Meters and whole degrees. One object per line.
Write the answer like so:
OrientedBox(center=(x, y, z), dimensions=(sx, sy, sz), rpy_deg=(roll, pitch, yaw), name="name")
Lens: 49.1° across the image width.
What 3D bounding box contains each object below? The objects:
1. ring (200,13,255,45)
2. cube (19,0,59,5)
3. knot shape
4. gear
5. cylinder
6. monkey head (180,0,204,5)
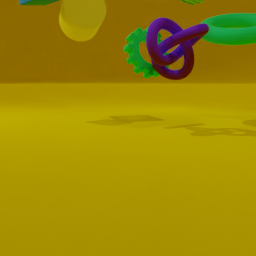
OrientedBox(center=(3.000, -2.777, 7.779), dimensions=(2.076, 0.415, 2.076), rpy_deg=(-5, 33, 3), name="ring")
OrientedBox(center=(-2.573, -3.996, 7.929), dimensions=(0.843, 0.843, 0.843), rpy_deg=(9, 23, 42), name="cube")
OrientedBox(center=(1.021, -1.917, 6.548), dimensions=(1.517, 1.621, 0.749), rpy_deg=(13, 37, -37), name="knot shape")
OrientedBox(center=(0.527, -1.989, 7.406), dimensions=(1.316, 1.316, 0.243), rpy_deg=(-6, -7, -31), name="gear")
OrientedBox(center=(-1.459, -3.563, 8.823), dimensions=(1.310, 1.310, 1.310), rpy_deg=(-3, 1, -17), name="cylinder")
OrientedBox(center=(1.347, -3.344, 6.236), dimensions=(1.550, 0.934, 1.115), rpy_deg=(-28, 51, -36), name="monkey head")
